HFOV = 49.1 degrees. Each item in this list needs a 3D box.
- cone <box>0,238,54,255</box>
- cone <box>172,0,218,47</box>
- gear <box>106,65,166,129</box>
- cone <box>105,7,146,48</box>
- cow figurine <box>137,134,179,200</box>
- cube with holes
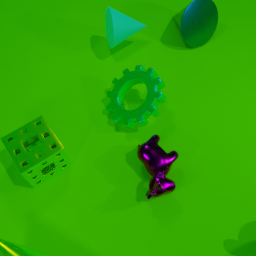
[{"bbox_3d":[-2.064,2.440,5.069,1.330,1.330,1.335,-41,96,-21],"label":"cone"},{"bbox_3d":[1.893,-3.554,9.221,1.467,1.467,1.472,-27,37,-15],"label":"cone"},{"bbox_3d":[0.181,-0.829,7.379,1.652,0.305,1.652,-10,69,29],"label":"gear"},{"bbox_3d":[0.000,-3.041,8.431,1.166,1.162,1.162,-8,60,-13],"label":"cone"},{"bbox_3d":[0.618,0.924,6.510,1.313,0.721,1.292,44,53,9],"label":"cow figurine"},{"bbox_3d":[-2.118,0.578,6.605,1.033,1.033,1.033,-32,66,-17],"label":"cube with holes"}]
